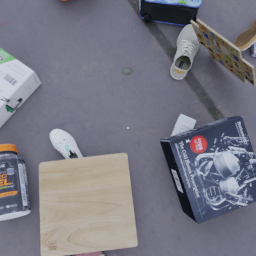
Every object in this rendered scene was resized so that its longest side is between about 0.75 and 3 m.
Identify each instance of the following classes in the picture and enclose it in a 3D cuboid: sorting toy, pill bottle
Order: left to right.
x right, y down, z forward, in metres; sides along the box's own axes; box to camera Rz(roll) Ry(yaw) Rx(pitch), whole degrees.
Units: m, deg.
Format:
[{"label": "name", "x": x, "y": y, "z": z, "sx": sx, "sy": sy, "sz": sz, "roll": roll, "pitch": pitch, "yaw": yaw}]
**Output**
[{"label": "pill bottle", "x": -3.828, "y": 1.671, "z": 8.853, "sx": 1.200, "sy": 1.200, "sz": 2.260, "roll": -14, "pitch": 72, "yaw": -4}, {"label": "sorting toy", "x": -1.233, "y": 2.344, "z": 8.733, "sx": 2.751, "sy": 0.957, "sz": 2.735, "roll": -6, "pitch": 73, "yaw": -1}]

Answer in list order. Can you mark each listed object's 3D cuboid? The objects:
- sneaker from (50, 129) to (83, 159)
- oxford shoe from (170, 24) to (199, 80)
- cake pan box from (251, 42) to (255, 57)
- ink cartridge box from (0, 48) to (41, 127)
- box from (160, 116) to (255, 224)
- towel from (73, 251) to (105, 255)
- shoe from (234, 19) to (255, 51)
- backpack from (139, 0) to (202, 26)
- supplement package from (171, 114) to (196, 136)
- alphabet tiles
[{"label": "sneaker", "x": -1.997, "y": 0.687, "z": 9.363, "sx": 0.702, "sy": 0.825, "sz": 1.865, "roll": -39, "pitch": 76, "yaw": -11}, {"label": "oxford shoe", "x": 2.198, "y": -2.920, "z": 10.535, "sx": 0.861, "sy": 0.661, "sz": 2.290, "roll": 20, "pitch": 77, "yaw": 0}, {"label": "cake pan box", "x": 5.318, "y": -3.182, "z": 10.890, "sx": 0.973, "sy": 0.276, "sz": 1.056, "roll": 7, "pitch": 72, "yaw": 0}, {"label": "ink cartridge box", "x": -4.604, "y": -1.395, "z": 9.941, "sx": 1.730, "sy": 0.999, "sz": 2.368, "roll": 35, "pitch": 75, "yaw": 11}, {"label": "box", "x": 2.548, "y": 1.183, "z": 8.580, "sx": 2.318, "sy": 1.325, "sz": 2.545, "roll": -19, "pitch": 91, "yaw": -7}, {"label": "towel", "x": -1.042, "y": 5.019, "z": 8.256, "sx": 1.891, "sy": 0.299, "sz": 2.625, "roll": -33, "pitch": 77, "yaw": -12}, {"label": "shoe", "x": 4.844, "y": -3.550, "z": 10.765, "sx": 2.157, "sy": 0.576, "sz": 0.754, "roll": -46, "pitch": 35, "yaw": -19}, {"label": "backpack", "x": 1.710, "y": -5.607, "z": 10.823, "sx": 2.435, "sy": 1.956, "sz": 2.661, "roll": 5, "pitch": 68, "yaw": -2}, {"label": "supplement package", "x": 1.834, "y": 0.170, "z": 9.641, "sx": 0.588, "sy": 0.610, "sz": 1.073, "roll": 24, "pitch": 74, "yaw": 6}, {"label": "alphabet tiles", "x": 3.212, "y": -2.539, "z": 9.469, "sx": 0.089, "sy": 2.342, "sz": 2.814, "roll": -44, "pitch": 60, "yaw": 9}]
